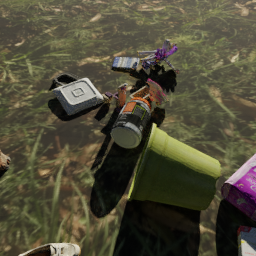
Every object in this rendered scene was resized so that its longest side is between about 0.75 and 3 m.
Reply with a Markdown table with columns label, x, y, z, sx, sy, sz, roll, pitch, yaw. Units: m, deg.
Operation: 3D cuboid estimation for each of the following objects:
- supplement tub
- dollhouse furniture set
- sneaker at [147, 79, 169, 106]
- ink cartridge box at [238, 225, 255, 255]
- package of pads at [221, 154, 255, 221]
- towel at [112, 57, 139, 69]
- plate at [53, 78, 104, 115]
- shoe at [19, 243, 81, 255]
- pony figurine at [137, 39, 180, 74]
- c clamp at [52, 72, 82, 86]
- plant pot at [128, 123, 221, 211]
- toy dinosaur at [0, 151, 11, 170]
| label | x | y | z | sx | sy | sz | roll | pitch | yaw |
| --- | --- | --- | --- | --- | --- | --- | --- | --- | --- |
| supplement tub | 0.170 | -0.242 | 10.259 | 1.119 | 1.119 | 1.827 | 14 | 46 | 14 |
| dollhouse furniture set | 0.097 | -1.680 | 11.503 | 1.885 | 1.338 | 1.494 | -35 | 56 | -30 |
| sneaker | 1.109 | -1.386 | 11.345 | 0.581 | 1.316 | 0.535 | -39 | 26 | 1 |
| ink cartridge box | 3.277 | 3.113 | 7.441 | 0.620 | 0.356 | 0.854 | 9 | 46 | 9 |
| package of pads | 4.017 | 1.648 | 8.581 | 2.166 | 0.820 | 1.305 | -32 | 50 | -28 |
| towel | -0.096 | -3.223 | 13.924 | 1.261 | 0.150 | 0.926 | 5 | 47 | 8 |
| plate | -2.115 | -1.458 | 11.963 | 1.728 | 0.280 | 1.732 | -25 | 55 | -22 |
| shoe | -2.112 | 3.336 | 7.131 | 1.795 | 0.479 | 0.628 | -11 | 46 | -11 |
| pony figurine | 1.560 | -3.447 | 13.375 | 2.008 | 1.672 | 1.939 | -17 | 36 | 4 |
| c clamp | -2.748 | -2.009 | 12.647 | 1.715 | 0.232 | 1.465 | 32 | 54 | 27 |
| plant pot | 1.369 | 1.323 | 8.130 | 2.160 | 2.349 | 2.349 | 19 | 47 | 3 |
| toy dinosaur | -5.363 | 0.543 | 9.473 | 2.723 | 1.169 | 1.845 | 0 | 48 | 3 |
